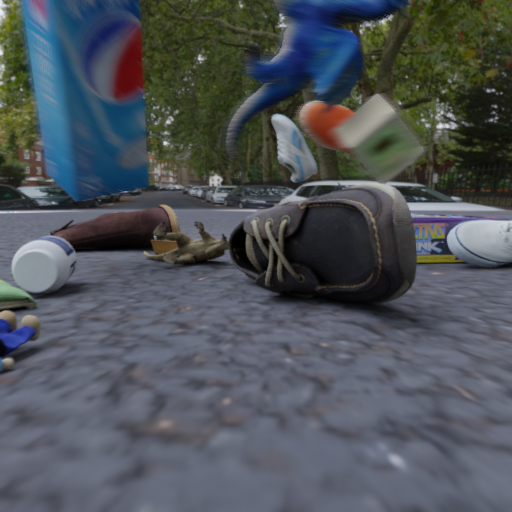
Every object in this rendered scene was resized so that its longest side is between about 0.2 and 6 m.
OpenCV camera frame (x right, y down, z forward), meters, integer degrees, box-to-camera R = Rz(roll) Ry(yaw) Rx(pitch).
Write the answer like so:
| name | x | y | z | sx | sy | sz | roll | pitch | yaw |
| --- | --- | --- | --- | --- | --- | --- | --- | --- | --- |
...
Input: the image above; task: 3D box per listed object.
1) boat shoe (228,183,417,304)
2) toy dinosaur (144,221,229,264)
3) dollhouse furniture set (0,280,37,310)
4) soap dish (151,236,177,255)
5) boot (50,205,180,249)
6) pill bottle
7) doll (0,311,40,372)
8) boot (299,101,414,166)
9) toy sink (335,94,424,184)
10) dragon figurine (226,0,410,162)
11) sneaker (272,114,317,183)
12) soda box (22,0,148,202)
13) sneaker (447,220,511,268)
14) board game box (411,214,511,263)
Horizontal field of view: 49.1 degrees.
| name | x | y | z | sx | sy | sz | roll | pitch | yaw |
| --- | --- | --- | --- | --- | --- | --- | --- | --- | --- |
| boat shoe | 0.478 | -0.007 | 5.760 | 1.162 | 1.181 | 3.170 | -12 | 0 | -16 |
| toy dinosaur | -1.074 | -0.069 | 8.793 | 2.343 | 0.682 | 1.185 | -11 | -17 | 24 |
| dollhouse furniture set | -2.966 | 0.187 | 4.939 | 0.910 | 0.703 | 1.821 | 6 | 9 | 43 |
| soap dish | -1.415 | -0.156 | 9.571 | 0.614 | 0.317 | 0.781 | 4 | -2 | 2 |
| boot | -2.779 | -0.380 | 10.968 | 2.080 | 0.905 | 2.500 | -16 | 13 | -29 |
| pill bottle | -2.364 | 0.105 | 6.243 | 0.594 | 0.594 | 1.070 | -1 | 6 | -11 |
| doll | -1.753 | 0.584 | 3.477 | 0.607 | 0.216 | 0.890 | 9 | 14 | 9 |
| boot | 2.137 | -2.526 | 11.666 | 2.538 | 0.952 | 1.361 | 25 | 5 | -9 |
| toy sink | 2.093 | -1.762 | 9.089 | 1.346 | 0.877 | 0.754 | 39 | 20 | -36 |
| dragon figurine | 0.987 | -3.114 | 9.051 | 2.018 | 4.058 | 1.194 | 30 | 8 | 10 |
| sneaker | 0.752 | -2.430 | 12.616 | 0.644 | 1.593 | 0.610 | -32 | 6 | -10 |
| soda box | -2.329 | -2.718 | 7.633 | 1.181 | 3.682 | 1.249 | -18 | 36 | -31 |
| sneaker | 3.900 | -0.316 | 8.322 | 2.156 | 0.787 | 0.763 | -1 | -31 | -17 |
| board game box | 2.786 | -0.347 | 9.844 | 2.653 | 0.752 | 2.193 | -1 | 5 | -4 |
